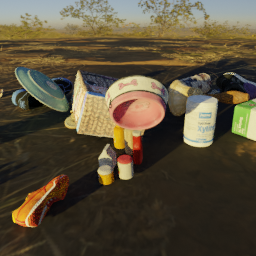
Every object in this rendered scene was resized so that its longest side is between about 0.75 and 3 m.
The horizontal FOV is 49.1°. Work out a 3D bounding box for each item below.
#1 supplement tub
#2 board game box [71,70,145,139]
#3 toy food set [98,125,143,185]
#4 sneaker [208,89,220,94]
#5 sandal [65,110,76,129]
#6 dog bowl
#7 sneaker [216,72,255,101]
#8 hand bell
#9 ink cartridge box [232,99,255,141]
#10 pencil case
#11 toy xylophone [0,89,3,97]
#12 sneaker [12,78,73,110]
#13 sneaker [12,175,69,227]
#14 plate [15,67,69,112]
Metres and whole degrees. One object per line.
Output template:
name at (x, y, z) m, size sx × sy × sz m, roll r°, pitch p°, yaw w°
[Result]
supplement tub at (2.267, -0.222, 8.812) m, size 0.950 × 1.440 × 0.950 m, roll 0°, pitch 23°, yaw 0°
board game box at (-0.698, -0.818, 9.558) m, size 2.102 × 1.277 × 2.637 m, roll 9°, pitch 24°, yaw -21°
toy food set at (-0.177, 0.507, 7.519) m, size 1.050 × 0.990 × 2.200 m, roll 3°, pitch 24°, yaw 14°
sneaker at (4.274, -1.780, 14.015) m, size 0.793 × 0.338 × 0.306 m, roll -13°, pitch 26°, yaw -26°
sandal at (-1.897, -0.713, 10.963) m, size 0.791 × 0.709 × 2.156 m, roll 6°, pitch 23°, yaw 10°
dog bowl at (0.225, -0.526, 6.758) m, size 1.561 × 1.561 × 0.575 m, roll -1°, pitch 55°, yaw -1°
sneaker at (5.103, -2.037, 13.842) m, size 1.203 × 1.040 × 2.747 m, roll -15°, pitch 26°, yaw -19°
hand bell at (3.010, -1.124, 10.277) m, size 2.767 × 1.441 × 1.441 m, roll 4°, pitch 19°, yaw 42°
ink cartridge box at (5.043, -0.129, 9.085) m, size 1.857 × 1.052 × 2.534 m, roll -16°, pitch 27°, yaw -33°
pencil case at (2.916, -1.827, 13.250) m, size 1.041 × 1.197 × 2.675 m, roll 45°, pitch 42°, yaw 20°
toy xylophone at (-6.696, -1.646, 13.759) m, size 1.132 × 0.284 × 0.828 m, roll -12°, pitch 26°, yaw -26°
sneaker at (-3.554, -1.471, 12.538) m, size 1.155 × 1.039 × 2.964 m, roll 24°, pitch 39°, yaw 37°
sneaker at (-1.807, 1.439, 5.978) m, size 0.609 × 0.577 × 1.580 m, roll 6°, pitch 22°, yaw 22°
plate at (-2.913, -1.451, 9.877) m, size 2.230 × 0.285 × 2.230 m, roll 40°, pitch 15°, yaw -13°
